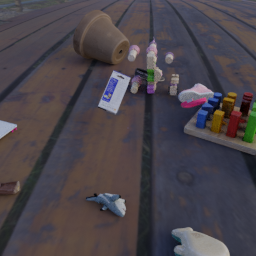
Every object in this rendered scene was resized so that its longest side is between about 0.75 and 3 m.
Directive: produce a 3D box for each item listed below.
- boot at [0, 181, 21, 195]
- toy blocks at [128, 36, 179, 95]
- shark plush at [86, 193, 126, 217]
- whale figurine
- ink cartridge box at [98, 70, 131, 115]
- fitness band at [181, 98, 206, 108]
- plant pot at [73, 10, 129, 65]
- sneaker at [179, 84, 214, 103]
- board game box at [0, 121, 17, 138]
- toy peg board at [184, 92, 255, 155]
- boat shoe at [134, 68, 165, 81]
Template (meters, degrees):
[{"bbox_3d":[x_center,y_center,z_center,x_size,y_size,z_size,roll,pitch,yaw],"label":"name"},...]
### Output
[{"bbox_3d":[-3.697,1.887,8.021,1.074,0.345,1.001,2,35,-5],"label":"boot"},{"bbox_3d":[1.328,-3.040,13.805,2.418,2.260,2.036,3,38,10],"label":"toy blocks"},{"bbox_3d":[-0.624,2.049,7.696,1.218,0.553,0.507,13,65,11],"label":"shark plush"},{"bbox_3d":[1.566,2.819,6.323,1.209,0.789,1.520,0,8,-22],"label":"whale figurine"},{"bbox_3d":[-0.529,-1.389,10.957,0.756,1.596,0.296,22,-9,-3],"label":"ink cartridge box"},{"bbox_3d":[2.545,-0.969,10.875,0.745,0.194,1.037,-3,-10,-36],"label":"fitness band"},{"bbox_3d":[-1.422,-5.206,17.029,2.603,2.985,2.985,37,45,19],"label":"plant pot"},{"bbox_3d":[3.043,-1.598,13.023,1.820,0.685,0.952,-3,37,-18],"label":"sneaker"},{"bbox_3d":[-5.393,0.197,10.699,1.618,0.209,1.619,12,34,19],"label":"board game box"},{"bbox_3d":[4.048,-0.609,10.890,2.761,1.356,2.772,19,37,27],"label":"toy peg board"},{"bbox_3d":[1.152,-2.910,15.231,1.720,0.490,0.575,13,35,19],"label":"boat shoe"}]
